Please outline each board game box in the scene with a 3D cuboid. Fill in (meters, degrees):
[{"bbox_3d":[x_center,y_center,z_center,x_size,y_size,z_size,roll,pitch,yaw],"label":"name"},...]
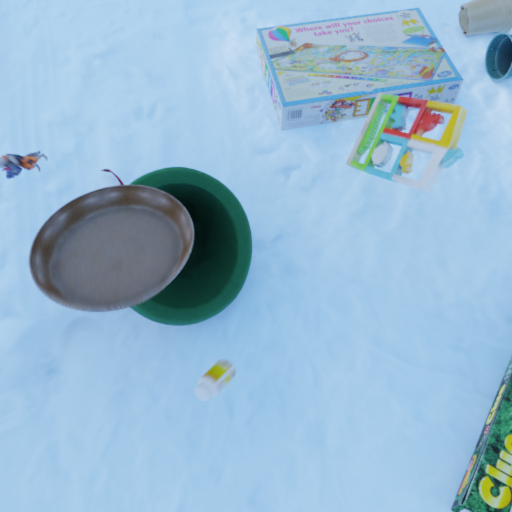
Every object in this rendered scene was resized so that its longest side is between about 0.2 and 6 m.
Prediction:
[{"bbox_3d":[5.051,2.291,8.462,2.543,0.569,4.853,29,62,15],"label":"board game box"},{"bbox_3d":[2.193,-4.282,12.591,3.984,0.682,2.678,-10,58,-6],"label":"board game box"}]

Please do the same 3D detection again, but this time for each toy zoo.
[{"bbox_3d":[2.644,-1.970,9.659,2.248,0.230,1.474,31,100,51],"label":"toy zoo"}]

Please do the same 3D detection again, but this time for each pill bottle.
[{"bbox_3d":[-0.602,1.806,8.119,0.347,0.347,0.635,31,42,18],"label":"pill bottle"}]

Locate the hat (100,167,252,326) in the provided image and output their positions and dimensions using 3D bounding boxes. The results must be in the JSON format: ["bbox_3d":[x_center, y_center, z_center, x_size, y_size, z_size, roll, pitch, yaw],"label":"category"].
[{"bbox_3d":[-1.605,-0.279,10.273,2.451,2.604,2.959,3,86,-18],"label":"hat"}]

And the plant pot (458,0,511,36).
[{"bbox_3d":[5.464,-5.787,13.444,0.997,1.089,1.089,-13,57,5],"label":"plant pot"}]

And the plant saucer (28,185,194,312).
[{"bbox_3d":[-2.008,-0.093,7.941,2.302,0.369,2.302,-2,50,2],"label":"plant saucer"}]

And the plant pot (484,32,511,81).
[{"bbox_3d":[5.900,-4.480,12.597,1.014,1.035,1.035,-5,57,-12],"label":"plant pot"}]

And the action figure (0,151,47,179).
[{"bbox_3d":[-3.642,-1.413,8.574,0.689,0.712,0.373,-7,87,-40],"label":"action figure"}]
